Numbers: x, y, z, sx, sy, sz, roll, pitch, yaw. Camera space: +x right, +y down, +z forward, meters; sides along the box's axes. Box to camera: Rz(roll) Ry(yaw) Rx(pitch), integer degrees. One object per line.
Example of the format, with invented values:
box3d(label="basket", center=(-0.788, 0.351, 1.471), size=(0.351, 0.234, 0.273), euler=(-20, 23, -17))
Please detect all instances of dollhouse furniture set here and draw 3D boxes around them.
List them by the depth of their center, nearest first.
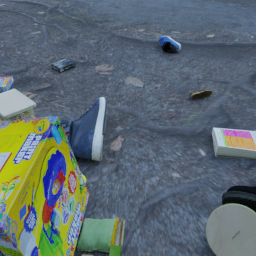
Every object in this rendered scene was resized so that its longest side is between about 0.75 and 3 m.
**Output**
box3d(label="dollhouse furniture set", center=(-0.676, 2.644, 6.527), size=(1.111, 0.851, 1.696), euler=(2, 38, 3))

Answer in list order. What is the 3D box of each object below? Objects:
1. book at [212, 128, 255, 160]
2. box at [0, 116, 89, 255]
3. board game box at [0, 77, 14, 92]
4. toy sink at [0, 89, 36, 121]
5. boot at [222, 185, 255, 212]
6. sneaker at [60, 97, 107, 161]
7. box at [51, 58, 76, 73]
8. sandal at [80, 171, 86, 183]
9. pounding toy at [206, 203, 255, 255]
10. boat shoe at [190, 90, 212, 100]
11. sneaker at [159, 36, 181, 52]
box3d(label="book", center=(3.958, 0.500, 9.684), size=(1.898, 0.456, 1.268), euler=(5, 36, 6))
box3d(label="box", center=(-2.263, 1.698, 6.046), size=(1.731, 2.733, 2.837), euler=(-5, 37, 10))
box3d(label="board game box", center=(-6.011, -2.042, 13.070), size=(0.997, 0.285, 1.019), euler=(-1, 38, 0))
box3d(label="toy sink", center=(-4.294, -0.556, 10.529), size=(1.229, 1.057, 1.886), euler=(-30, 42, -33))
box3d(label="boot", center=(3.809, 1.591, 7.745), size=(2.581, 0.971, 1.929), euler=(13, 45, 0))
box3d(label="sneaker", center=(-1.854, -0.162, 9.916), size=(2.188, 1.151, 3.028), euler=(3, 39, 0))
box3d(label="box", center=(-3.399, -3.299, 14.725), size=(0.797, 0.258, 1.010), euler=(31, 48, 33))
box3d(label="sandal", center=(-2.277, 1.106, 8.448), size=(2.201, 0.958, 0.875), euler=(13, 39, 17))
box3d(label="pounding toy", center=(2.842, 2.456, 6.722), size=(1.786, 0.829, 1.379), euler=(-26, 66, 23))
box3d(label="boat shoe", center=(3.212, -1.540, 12.357), size=(1.022, 0.368, 0.345), euler=(-12, 41, -11))
box3d(label="sneaker", center=(2.236, -4.969, 16.573), size=(0.930, 0.642, 1.672), euler=(-19, 47, -36))
